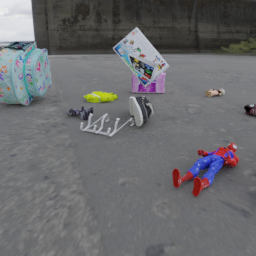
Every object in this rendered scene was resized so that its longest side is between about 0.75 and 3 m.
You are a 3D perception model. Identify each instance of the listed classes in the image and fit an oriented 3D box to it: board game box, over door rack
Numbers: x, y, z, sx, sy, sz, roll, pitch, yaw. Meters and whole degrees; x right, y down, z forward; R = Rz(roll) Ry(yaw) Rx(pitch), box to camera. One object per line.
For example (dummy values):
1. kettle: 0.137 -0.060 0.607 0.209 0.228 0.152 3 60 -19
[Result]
1. board game box: 0.449 -2.425 9.682 1.105 1.750 0.303 -39 0 7
2. over door rack: -0.684 -0.220 9.499 1.181 0.532 1.598 11 21 28

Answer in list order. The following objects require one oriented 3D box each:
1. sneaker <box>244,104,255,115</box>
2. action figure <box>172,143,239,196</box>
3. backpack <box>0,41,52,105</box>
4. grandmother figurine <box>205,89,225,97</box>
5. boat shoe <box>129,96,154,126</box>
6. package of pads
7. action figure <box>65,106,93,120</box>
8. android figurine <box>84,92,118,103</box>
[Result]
1. sneaker: 5.265 -0.889 11.441 0.916 0.600 1.586 6 20 27
2. action figure: 1.971 0.782 6.453 0.794 0.628 2.428 12 19 39
3. backpack: -4.860 -2.428 12.863 2.190 2.583 2.909 7 33 9
4. grandmother figurine: 4.636 -1.872 14.813 1.266 0.383 0.768 -8 42 -33
5. boat shoe: 0.542 -0.697 10.357 0.801 0.981 2.655 -6 10 -4
6. package of pads: 1.134 -2.477 15.381 1.836 1.106 0.695 1 19 3
7. action figure: -1.912 -0.627 10.921 1.237 0.429 0.805 11 27 39
8. android figurine: -1.359 -1.531 13.794 1.613 0.331 1.468 -6 19 -23
